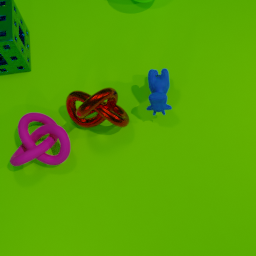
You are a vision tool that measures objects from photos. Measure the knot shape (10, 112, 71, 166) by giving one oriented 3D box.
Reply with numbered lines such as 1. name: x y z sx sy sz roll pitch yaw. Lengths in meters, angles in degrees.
1. knot shape: -2.127 0.226 6.737 1.510 0.698 1.413 -14 59 1

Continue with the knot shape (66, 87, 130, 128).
1. knot shape: -0.632 -0.427 6.763 1.512 1.616 0.747 15 74 -33

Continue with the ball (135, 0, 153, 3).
1. ball: 0.472 -4.357 8.079 1.347 1.347 1.347 0 70 0

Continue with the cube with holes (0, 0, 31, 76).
1. cube with holes: -3.473 -2.342 7.357 1.370 1.370 1.370 -9 70 -3

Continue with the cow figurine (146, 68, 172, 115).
1. cow figurine: 0.794 -0.920 7.088 0.632 1.152 1.133 -1 100 12
